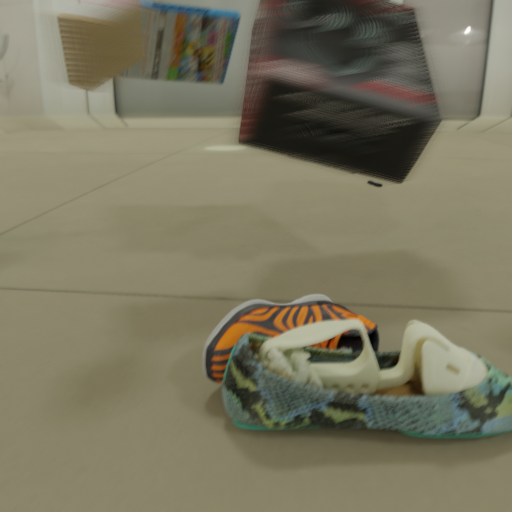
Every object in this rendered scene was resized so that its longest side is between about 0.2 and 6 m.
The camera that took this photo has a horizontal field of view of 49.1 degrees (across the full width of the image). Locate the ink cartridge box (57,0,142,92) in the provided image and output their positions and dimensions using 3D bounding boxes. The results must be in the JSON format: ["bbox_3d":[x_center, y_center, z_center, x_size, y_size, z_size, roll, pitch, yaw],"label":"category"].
[{"bbox_3d":[-1.779,-2.521,6.516,0.375,0.823,0.999,23,48,17],"label":"ink cartridge box"}]

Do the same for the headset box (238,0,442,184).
[{"bbox_3d":[1.241,-2.860,8.960,2.707,1.405,3.638,13,49,-9],"label":"headset box"}]

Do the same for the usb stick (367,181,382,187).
[{"bbox_3d":[3.365,-2.044,15.902,0.175,0.103,0.630,-6,19,-17],"label":"usb stick"}]

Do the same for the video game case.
[{"bbox_3d":[-1.167,-3.031,8.059,1.678,1.201,0.149,-2,56,-20],"label":"video game case"}]

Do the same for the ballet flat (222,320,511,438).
[{"bbox_3d":[1.113,1.034,4.923,2.825,1.049,1.049,-1,18,-4],"label":"ballet flat"}]

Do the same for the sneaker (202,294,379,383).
[{"bbox_3d":[0.506,0.886,5.658,2.029,0.787,1.137,-16,22,-40],"label":"sneaker"}]
